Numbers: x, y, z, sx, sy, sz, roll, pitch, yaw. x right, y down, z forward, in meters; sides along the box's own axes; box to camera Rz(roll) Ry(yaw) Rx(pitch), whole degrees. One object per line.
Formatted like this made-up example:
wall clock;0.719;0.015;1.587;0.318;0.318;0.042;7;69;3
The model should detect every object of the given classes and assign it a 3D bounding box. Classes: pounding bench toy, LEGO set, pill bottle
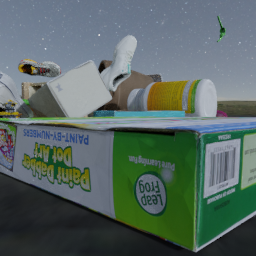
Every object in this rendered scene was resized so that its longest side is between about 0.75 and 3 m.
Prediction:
pounding bench toy;-3.075;-0.911;10.566;2.128;1.695;2.728;3;4;36
LEGO set;-3.861;-0.604;6.348;2.694;1.561;2.072;1;3;10
pill bottle;1.465;-0.833;9.793;2.864;1.590;1.590;3;4;35

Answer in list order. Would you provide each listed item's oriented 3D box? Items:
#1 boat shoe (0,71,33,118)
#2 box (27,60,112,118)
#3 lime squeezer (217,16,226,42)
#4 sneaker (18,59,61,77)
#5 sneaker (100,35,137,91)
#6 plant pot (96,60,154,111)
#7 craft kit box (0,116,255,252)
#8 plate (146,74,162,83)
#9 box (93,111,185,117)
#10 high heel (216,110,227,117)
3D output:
boat shoe;-3.516;-0.499;8.068;1.069;0.976;2.972;17;-23;-4
box;-1.760;-0.818;7.855;1.363;1.116;2.870;-34;13;-24
lime squeezer;2.590;-2.664;7.747;0.180;0.954;0.337;-8;-31;34
sneaker;-2.381;-1.544;7.536;1.145;0.446;0.470;5;29;-3
sneaker;-0.127;-1.762;7.873;0.764;1.727;0.650;30;0;43
plant pot;-0.138;-1.690;13.241;2.437;2.795;2.795;2;3;-17
craft kit box;0.283;0.143;2.673;2.393;0.580;2.363;-3;7;-43
plate;0.602;-1.583;14.667;2.742;2.748;0.444;1;33;20
box;0.340;-0.160;7.254;2.342;0.576;0.964;-3;4;-38
high heel;2.799;-0.517;11.425;2.354;0.793;1.131;17;20;22
